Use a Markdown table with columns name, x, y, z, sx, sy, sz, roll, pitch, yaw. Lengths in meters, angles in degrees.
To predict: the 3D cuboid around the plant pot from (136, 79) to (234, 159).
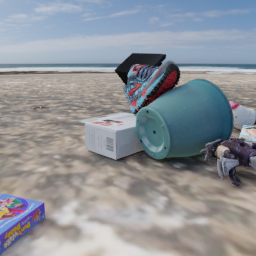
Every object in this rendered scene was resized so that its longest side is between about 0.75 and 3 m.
| name | x | y | z | sx | sy | sz | roll | pitch | yaw |
| --- | --- | --- | --- | --- | --- | --- | --- | --- | --- |
| plant pot | 1.257 | -0.093 | 7.014 | 1.815 | 1.931 | 1.931 | -19 | 22 | -29 |

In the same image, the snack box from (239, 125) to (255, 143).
| name | x | y | z | sx | sy | sz | roll | pitch | yaw |
| --- | --- | --- | --- | --- | --- | --- | --- | --- | --- |
| snack box | 3.865 | 0.309 | 8.176 | 1.095 | 0.350 | 1.884 | 6 | 15 | 24 |

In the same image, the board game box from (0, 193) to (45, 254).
| name | x | y | z | sx | sy | sz | roll | pitch | yaw |
| --- | --- | --- | --- | --- | --- | --- | --- | --- | --- |
| board game box | -1.900 | 1.384 | 3.979 | 0.825 | 0.275 | 1.227 | 5 | 15 | 21 |

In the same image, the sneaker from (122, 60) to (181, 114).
| name | x | y | z | sx | sy | sz | roll | pitch | yaw |
| --- | --- | --- | --- | --- | --- | --- | --- | --- | --- |
| sneaker | 0.429 | -1.263 | 7.676 | 1.003 | 1.208 | 2.530 | -28 | -5 | -27 |

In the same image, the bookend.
| name | x | y | z | sx | sy | sz | roll | pitch | yaw |
| --- | --- | --- | --- | --- | --- | --- | --- | --- | --- |
| bookend | 1.069 | -1.737 | 11.649 | 1.189 | 2.565 | 2.582 | -45 | 29 | -9 |

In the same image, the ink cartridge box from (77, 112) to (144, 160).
| name | x | y | z | sx | sy | sz | roll | pitch | yaw |
| --- | --- | --- | --- | --- | --- | --- | --- | --- | --- |
| ink cartridge box | -0.249 | 0.128 | 7.958 | 1.647 | 0.786 | 1.876 | 14 | 19 | 41 |

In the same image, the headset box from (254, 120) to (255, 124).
| name | x | y | z | sx | sy | sz | roll | pitch | yaw |
| --- | --- | --- | --- | --- | --- | --- | --- | --- | --- |
| headset box | 4.827 | -0.386 | 11.080 | 0.602 | 0.304 | 0.810 | -4 | 15 | -17 |

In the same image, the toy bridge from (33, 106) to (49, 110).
| name | x | y | z | sx | sy | sz | roll | pitch | yaw |
| --- | --- | --- | --- | --- | --- | --- | --- | --- | --- |
| toy bridge | -4.378 | -1.011 | 14.027 | 0.794 | 0.108 | 0.267 | -9 | 16 | -33 |

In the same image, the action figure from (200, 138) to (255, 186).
| name | x | y | z | sx | sy | sz | roll | pitch | yaw |
| --- | --- | --- | --- | --- | --- | --- | --- | --- | --- |
| action figure | 2.688 | 0.672 | 5.658 | 1.769 | 0.943 | 2.719 | -19 | 16 | -35 |

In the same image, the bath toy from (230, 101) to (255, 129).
| name | x | y | z | sx | sy | sz | roll | pitch | yaw |
| --- | --- | --- | --- | --- | --- | --- | --- | --- | --- |
| bath toy | 3.530 | -0.671 | 10.665 | 1.040 | 1.224 | 2.815 | 39 | 0 | -25 |
